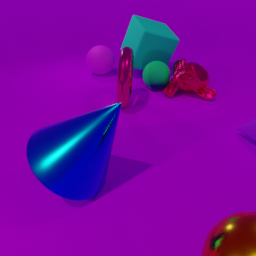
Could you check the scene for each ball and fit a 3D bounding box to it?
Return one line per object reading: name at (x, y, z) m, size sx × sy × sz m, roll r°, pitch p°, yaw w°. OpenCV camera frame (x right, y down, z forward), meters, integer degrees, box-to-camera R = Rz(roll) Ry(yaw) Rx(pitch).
ball at (1.535, 1.661, 3.348) m, size 1.291 × 1.291 × 1.291 m, roll 0°, pitch 32°, yaw 0°
ball at (0.940, -1.751, 9.269) m, size 0.911 × 0.911 × 0.911 m, roll 0°, pitch 32°, yaw 0°
ball at (-1.013, -2.522, 10.415) m, size 1.057 × 1.057 × 1.057 m, roll 0°, pitch 32°, yaw 0°

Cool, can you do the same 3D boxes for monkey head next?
monkey head at (1.871, -1.469, 8.987) m, size 1.156 × 1.380 × 1.918 m, roll 27°, pitch 18°, yaw -43°

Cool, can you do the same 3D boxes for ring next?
ring at (-0.070, -1.439, 8.003) m, size 0.345 × 1.725 × 1.725 m, roll 5°, pitch 32°, yaw 3°

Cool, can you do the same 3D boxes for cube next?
cube at (0.740, -2.995, 10.115) m, size 1.399 × 1.399 × 1.399 m, roll 6°, pitch 39°, yaw -25°

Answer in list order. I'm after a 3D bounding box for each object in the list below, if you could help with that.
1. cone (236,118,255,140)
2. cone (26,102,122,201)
cone at (3.242, 0.039, 6.344) m, size 1.654 × 1.654 × 1.660 m, roll -27°, pitch 19°, yaw -37°
cone at (-0.616, 0.110, 4.894) m, size 1.672 × 1.678 × 1.672 m, roll 30°, pitch 33°, yaw -23°
